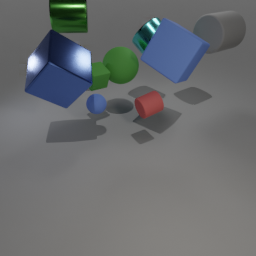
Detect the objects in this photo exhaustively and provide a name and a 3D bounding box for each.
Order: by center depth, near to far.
[{"bbox_3d":[-2.025,-1.685,8.258,1.400,1.400,1.400,23,46,-37],"label":"cube"},{"bbox_3d":[1.505,-2.401,8.827,1.400,1.400,1.400,38,25,13],"label":"cube"},{"bbox_3d":[0.673,-0.751,8.987,0.700,0.700,0.700,-25,39,-17],"label":"cylinder"},{"bbox_3d":[-1.089,-0.831,9.655,0.700,0.700,0.700,0,32,0],"label":"ball"},{"bbox_3d":[-1.153,-1.867,10.103,0.700,0.700,0.700,-19,57,-32],"label":"cube"},{"bbox_3d":[3.448,-3.627,10.601,1.400,1.400,1.400,-21,38,-32],"label":"cylinder"},{"bbox_3d":[-0.284,-2.387,10.718,1.400,1.400,1.400,0,32,0],"label":"ball"},{"bbox_3d":[1.121,-3.390,11.191,1.400,1.400,1.400,51,46,3],"label":"cylinder"},{"bbox_3d":[-2.341,-4.545,11.239,1.400,1.400,1.400,-2,32,-6],"label":"cylinder"}]
